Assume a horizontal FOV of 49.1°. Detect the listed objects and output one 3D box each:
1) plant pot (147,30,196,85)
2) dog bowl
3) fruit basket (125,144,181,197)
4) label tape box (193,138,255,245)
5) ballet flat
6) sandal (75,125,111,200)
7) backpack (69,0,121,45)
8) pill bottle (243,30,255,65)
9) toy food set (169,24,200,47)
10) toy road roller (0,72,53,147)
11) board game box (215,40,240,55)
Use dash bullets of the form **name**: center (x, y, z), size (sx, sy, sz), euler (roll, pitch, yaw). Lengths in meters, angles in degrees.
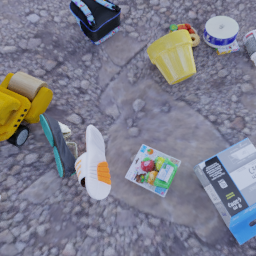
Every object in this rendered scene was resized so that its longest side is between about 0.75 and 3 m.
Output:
- **plant pot**: center (1.741, -2.520, 10.376), size (1.649, 1.649, 1.552), euler (-23, 88, -8)
- **dog bowl**: center (3.714, -3.858, 11.233), size (1.304, 0.514, 1.304), euler (-3, 61, 5)
- **fruit basket**: center (0.836, 1.368, 9.341), size (1.467, 0.688, 1.359), euler (26, 72, 12)
- **label tape box**: center (3.702, 1.983, 8.992), size (1.967, 0.908, 2.746), euler (-26, 71, -10)
- **ballet flat**: center (-2.273, 0.511, 9.623), size (0.919, 0.919, 2.516), euler (-24, 67, -8)
- **sandal**: center (-1.221, 1.164, 9.152), size (0.819, 1.094, 2.856), euler (-30, 42, 20)
- **backpack**: center (-1.370, -4.506, 11.201), size (1.659, 1.222, 1.817), euler (-42, 76, -14)
- **pill bottle**: center (5.078, -3.100, 10.947), size (0.740, 0.740, 1.299), euler (-11, 71, -4)
- **toy food set**: center (2.244, -3.755, 11.419), size (1.231, 0.303, 1.244), euler (-11, 71, -4)
- **toy road roller**: center (-3.993, -0.840, 9.436), size (1.681, 1.997, 2.736), euler (24, 72, 8)
- **board game box**: center (3.968, -3.359, 11.340), size (0.873, 0.176, 0.668), euler (-12, 70, -4)
